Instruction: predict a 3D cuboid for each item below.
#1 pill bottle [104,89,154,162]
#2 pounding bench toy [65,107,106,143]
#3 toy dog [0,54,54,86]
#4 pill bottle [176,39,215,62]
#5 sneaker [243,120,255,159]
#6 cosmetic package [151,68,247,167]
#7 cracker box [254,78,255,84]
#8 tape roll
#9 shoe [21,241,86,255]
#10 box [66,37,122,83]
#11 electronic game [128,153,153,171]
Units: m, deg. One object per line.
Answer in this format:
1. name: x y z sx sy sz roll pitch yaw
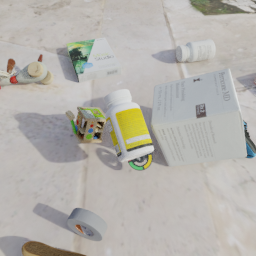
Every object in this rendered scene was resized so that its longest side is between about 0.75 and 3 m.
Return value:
1. pill bottle: -0.043 -0.086 8.225 1.092 1.092 1.962 -16 80 -15
2. pounding bench toy: -1.613 -0.067 9.986 1.429 1.114 0.887 1 31 -33
3. toy dog: -4.699 -2.648 12.615 2.613 1.724 1.259 -1 76 -12
4. pill bottle: 3.374 -3.848 14.076 1.759 1.006 1.006 -11 47 -11
5. sneaker: 4.128 0.098 10.375 0.962 0.860 2.349 -14 48 -13
6. cosmetic package: 2.347 -0.282 9.335 2.593 2.139 2.137 -12 42 19
7. cracker box: 6.793 -1.856 12.472 1.275 0.549 1.903 -16 49 -14
8. tape roll: -1.127 2.670 7.727 1.096 1.096 0.362 16 47 15
9. shoe: -1.611 3.631 7.184 2.482 0.868 0.663 15 93 11
10. box: -1.762 -3.498 14.065 2.142 0.539 2.967 -14 47 -14
11. electronic game: 0.388 0.973 9.125 0.831 0.173 0.831 -1 82 9
